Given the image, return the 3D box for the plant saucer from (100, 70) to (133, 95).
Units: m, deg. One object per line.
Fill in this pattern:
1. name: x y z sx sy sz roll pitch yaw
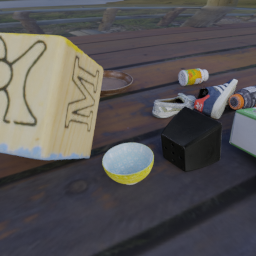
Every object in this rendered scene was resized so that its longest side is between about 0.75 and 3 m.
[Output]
1. plant saucer: -1.098 -2.150 13.399 2.683 0.430 2.683 -1 30 0

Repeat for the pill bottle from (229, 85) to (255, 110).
1. pill bottle: 4.867 -1.197 11.265 1.678 0.891 0.891 -15 33 -25

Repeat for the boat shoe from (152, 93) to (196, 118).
1. boat shoe: 1.896 -0.974 11.065 2.136 0.685 0.787 -16 33 -25

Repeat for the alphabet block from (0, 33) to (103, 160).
1. alphabet block: -2.468 -0.726 7.564 2.708 2.773 2.723 9 -2 14

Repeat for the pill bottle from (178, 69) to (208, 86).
1. pill bottle: 3.215 -2.506 13.689 1.335 0.742 0.742 -11 31 -19

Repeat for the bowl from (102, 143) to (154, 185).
1. bowl: 0.039 1.061 7.411 1.339 0.721 1.339 -6 32 4

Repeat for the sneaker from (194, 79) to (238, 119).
1. sneaker: 3.575 -1.395 11.428 1.189 1.055 2.813 22 36 26

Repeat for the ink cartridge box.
1. ink cartridge box: 4.847 0.129 8.230 2.834 1.195 2.070 -10 25 -26

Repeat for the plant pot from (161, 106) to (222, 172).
1. plant pot: 1.725 0.417 8.097 1.235 1.389 1.392 -29 40 -24
